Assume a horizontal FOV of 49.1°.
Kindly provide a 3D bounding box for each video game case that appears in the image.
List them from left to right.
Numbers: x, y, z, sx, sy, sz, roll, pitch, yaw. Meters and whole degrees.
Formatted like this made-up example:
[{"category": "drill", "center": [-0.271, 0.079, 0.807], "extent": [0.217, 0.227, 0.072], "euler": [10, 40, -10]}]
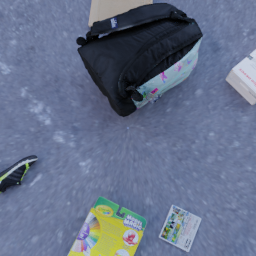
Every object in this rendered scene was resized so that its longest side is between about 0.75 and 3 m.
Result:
[{"category": "video game case", "center": [1.310, 2.504, 7.023], "extent": [0.800, 0.097, 0.878], "euler": [25, 76, 7]}]

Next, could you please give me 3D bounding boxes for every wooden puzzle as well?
[{"category": "wooden puzzle", "center": [-0.201, -3.895, 8.858], "extent": [1.951, 0.363, 1.805], "euler": [3, 73, 6]}]

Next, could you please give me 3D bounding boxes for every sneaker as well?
[{"category": "sneaker", "center": [-2.877, 1.210, 7.313], "extent": [1.314, 0.471, 0.544], "euler": [-33, 100, -9]}]

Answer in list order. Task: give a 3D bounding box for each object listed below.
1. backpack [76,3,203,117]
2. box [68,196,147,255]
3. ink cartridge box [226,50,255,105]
[{"category": "backpack", "center": [0.457, -1.867, 7.397], "extent": [2.932, 1.856, 2.446], "euler": [-32, 73, -8]}, {"category": "box", "center": [-0.634, 2.999, 6.632], "extent": [1.417, 0.584, 2.416], "euler": [25, 77, 8]}, {"category": "ink cartridge box", "center": [3.767, -1.580, 7.961], "extent": [1.547, 0.653, 1.120], "euler": [-39, 77, -11]}]
